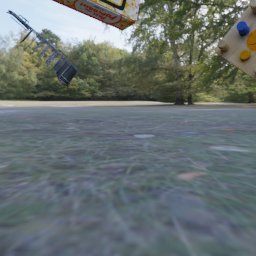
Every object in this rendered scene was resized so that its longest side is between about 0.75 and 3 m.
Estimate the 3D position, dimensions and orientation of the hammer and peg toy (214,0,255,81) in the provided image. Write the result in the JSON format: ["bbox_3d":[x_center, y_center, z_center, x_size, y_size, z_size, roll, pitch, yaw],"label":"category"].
[{"bbox_3d":[3.438,-2.443,6.859,0.815,2.312,1.700,12,30,-54],"label":"hammer and peg toy"}]

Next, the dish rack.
[{"bbox_3d":[-2.754,-2.553,8.857,2.660,0.726,2.040,42,2,-25],"label":"dish rack"}]

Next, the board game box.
[{"bbox_3d":[-0.742,-2.600,3.915,2.199,1.666,0.509,15,-4,-27],"label":"board game box"}]
